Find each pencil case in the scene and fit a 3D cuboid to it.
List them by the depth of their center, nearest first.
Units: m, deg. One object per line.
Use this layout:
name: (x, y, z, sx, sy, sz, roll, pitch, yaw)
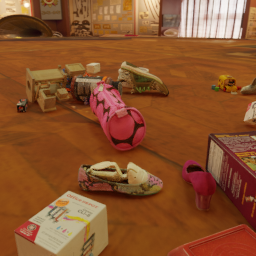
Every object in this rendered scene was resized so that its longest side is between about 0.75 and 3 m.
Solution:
pencil case: (-0.418, -0.463, 8.134, 1.255, 1.295, 2.765, -12, 25, -15)

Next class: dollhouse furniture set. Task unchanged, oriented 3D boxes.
dollhouse furniture set: (-2.608, -1.405, 11.247, 2.320, 1.290, 2.052, -14, 51, -32)

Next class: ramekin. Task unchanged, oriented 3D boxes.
ramekin: (0.275, -2.496, 13.853, 1.476, 0.775, 1.476, 1, 22, 0)

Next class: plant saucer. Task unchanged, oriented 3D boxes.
plant saucer: (1.512, 1.886, 3.715, 1.468, 0.269, 1.465, -8, 24, -21)

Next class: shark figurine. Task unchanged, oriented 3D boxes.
shark figurine: (5.946, -1.911, 12.268, 0.809, 1.939, 1.159, 59, 19, 23)

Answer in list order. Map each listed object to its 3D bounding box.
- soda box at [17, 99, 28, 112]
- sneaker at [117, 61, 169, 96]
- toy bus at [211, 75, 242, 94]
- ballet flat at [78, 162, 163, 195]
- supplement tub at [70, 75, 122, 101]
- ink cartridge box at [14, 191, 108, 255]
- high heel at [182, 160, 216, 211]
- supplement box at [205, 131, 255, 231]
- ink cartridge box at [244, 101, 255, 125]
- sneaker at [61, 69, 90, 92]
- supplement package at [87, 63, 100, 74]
soda box: (-3.926, -0.842, 10.437, 0.302, 0.271, 0.855, -5, 22, -11)
sneaker: (0.609, -1.912, 12.469, 2.575, 1.141, 0.990, 30, 0, 16)
toy bus: (4.651, -2.075, 12.962, 1.279, 0.661, 1.207, 17, 28, 37)
ballet flat: (-0.163, 0.956, 5.535, 1.714, 0.610, 0.592, 3, 29, 6)
supplement tub: (-1.232, -1.557, 11.208, 1.933, 1.034, 1.034, 5, 23, 12)
ink cartridge box: (-0.872, 1.534, 3.920, 0.759, 0.755, 1.044, 13, 25, 28)
high heel: (1.426, 0.848, 5.580, 0.545, 0.777, 1.617, -1, 22, -2)
supplement box: (2.472, 0.881, 5.297, 1.186, 0.920, 2.149, -4, 22, -9)
ink cartridge box: (4.008, -0.495, 8.566, 0.363, 0.623, 0.861, 21, -10, -6)
sneaker: (-2.070, -2.156, 12.682, 2.597, 1.018, 0.978, 6, 24, 14)
supplement package: (-2.103, -3.642, 17.041, 0.499, 0.506, 0.834, 8, 23, 19)
